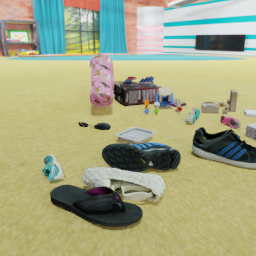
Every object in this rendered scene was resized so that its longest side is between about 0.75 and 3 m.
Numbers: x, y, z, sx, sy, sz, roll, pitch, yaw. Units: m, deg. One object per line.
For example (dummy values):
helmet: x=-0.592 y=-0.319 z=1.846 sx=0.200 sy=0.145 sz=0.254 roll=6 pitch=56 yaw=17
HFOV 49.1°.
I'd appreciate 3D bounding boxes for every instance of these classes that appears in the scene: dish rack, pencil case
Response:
dish rack: x=0.268 y=0.300 z=9.994 sx=1.027 sy=0.261 sz=1.197 roll=14 pitch=23 yaw=37
pencil case: x=-1.257 y=-2.278 z=13.343 sx=1.134 sy=1.085 sz=2.621 roll=-11 pitch=59 yaw=12

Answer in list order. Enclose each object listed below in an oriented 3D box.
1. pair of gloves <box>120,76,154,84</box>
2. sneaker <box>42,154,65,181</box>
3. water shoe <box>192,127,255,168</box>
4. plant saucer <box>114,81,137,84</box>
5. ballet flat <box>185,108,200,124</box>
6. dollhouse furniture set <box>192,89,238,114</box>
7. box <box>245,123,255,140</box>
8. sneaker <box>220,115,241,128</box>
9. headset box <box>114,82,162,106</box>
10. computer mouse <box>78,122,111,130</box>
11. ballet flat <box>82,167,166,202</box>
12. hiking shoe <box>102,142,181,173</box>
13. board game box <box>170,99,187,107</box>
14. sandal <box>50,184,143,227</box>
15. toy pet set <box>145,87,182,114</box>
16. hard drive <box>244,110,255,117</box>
pair of gloves: x=0.377 y=-2.513 z=16.611 sx=2.451 sy=0.279 sz=1.971 roll=-7 pitch=-17 yaw=-34
sneaker: x=-2.100 y=1.066 z=7.563 sx=0.461 sy=0.449 sz=1.157 roll=-20 pitch=26 yaw=-25
water shoe: x=3.076 y=0.535 z=8.266 sx=2.367 sy=0.934 sz=0.846 roll=8 pitch=21 yaw=22
plant saucer: x=-0.455 y=-2.686 z=18.263 sx=2.467 sy=0.437 sz=2.467 roll=0 pitch=17 yaw=0
ballet flat: x=2.769 y=-0.529 z=12.107 sx=0.443 sy=0.479 sz=1.421 roll=-2 pitch=16 yaw=26
dollhouse furniture set: x=4.249 y=-1.412 z=13.816 sx=2.034 sy=0.993 sz=1.735 roll=4 pitch=19 yaw=12
box: x=4.926 y=0.153 z=10.131 sx=0.951 sy=0.460 sz=0.839 roll=-10 pitch=23 yaw=-23
sneaker: x=4.310 y=-0.266 z=11.508 sx=0.517 sy=0.428 sz=1.083 roll=5 pitch=17 yaw=-22
headset box: x=0.637 y=-1.933 z=15.422 sx=2.419 sy=0.907 sz=1.798 roll=-7 pitch=20 yaw=-18
computer mouse: x=-1.373 y=-0.152 z=11.307 sx=1.500 sy=0.255 sz=0.440 roll=7 pitch=21 yaw=22
ballet flat: x=-0.166 y=1.318 z=6.434 sx=2.029 sy=0.728 sz=0.728 roll=2 pitch=19 yaw=10
hiking shoe: x=0.335 y=0.801 z=7.968 sx=2.209 sy=0.822 sz=0.958 roll=7 pitch=9 yaw=-9
board game box: x=2.456 y=-1.338 z=14.878 sx=0.712 sy=0.191 sz=1.186 roll=-5 pitch=19 yaw=-27
sandal: x=-0.762 y=1.540 z=5.983 sx=2.226 sy=0.533 sz=0.837 roll=9 pitch=21 yaw=24
toy pet set: x=1.692 y=-1.128 z=13.755 sx=1.752 sy=0.931 sz=1.636 roll=-2 pitch=54 yaw=4
hard drive: x=6.024 y=-0.663 z=12.927 sx=1.169 sy=0.156 sz=0.771 roll=5 pitch=20 yaw=13
